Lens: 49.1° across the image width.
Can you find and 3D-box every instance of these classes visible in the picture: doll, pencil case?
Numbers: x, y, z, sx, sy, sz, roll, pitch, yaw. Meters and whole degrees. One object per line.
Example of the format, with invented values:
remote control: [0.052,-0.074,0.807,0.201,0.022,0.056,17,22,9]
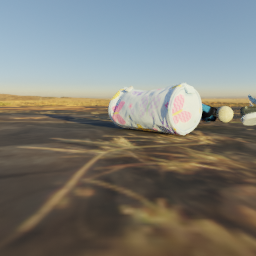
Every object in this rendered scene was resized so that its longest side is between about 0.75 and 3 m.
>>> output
doll: [1.751,-0.393,7.464,2.062,0.500,1.407,1,-17,38]
pencil case: [0.510,-0.425,6.068,0.920,1.004,2.214,20,-7,-36]

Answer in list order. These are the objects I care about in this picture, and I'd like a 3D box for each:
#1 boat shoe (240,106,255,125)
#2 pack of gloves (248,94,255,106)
boat shoe: [2.531,-0.272,4.948,1.077,0.305,0.370,-4,-31,1]
pack of gloves: [4.072,-0.700,9.053,0.156,0.664,0.791,-26,34,4]
